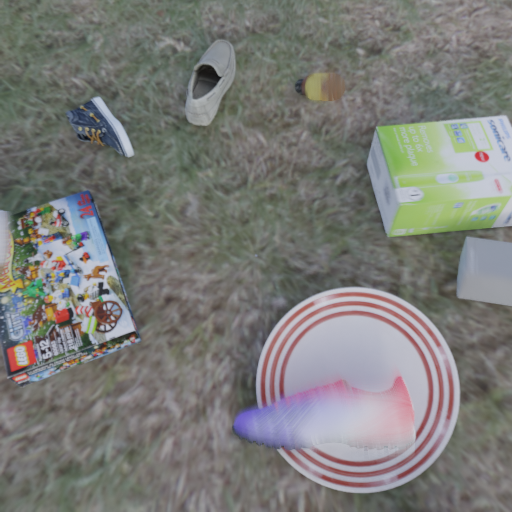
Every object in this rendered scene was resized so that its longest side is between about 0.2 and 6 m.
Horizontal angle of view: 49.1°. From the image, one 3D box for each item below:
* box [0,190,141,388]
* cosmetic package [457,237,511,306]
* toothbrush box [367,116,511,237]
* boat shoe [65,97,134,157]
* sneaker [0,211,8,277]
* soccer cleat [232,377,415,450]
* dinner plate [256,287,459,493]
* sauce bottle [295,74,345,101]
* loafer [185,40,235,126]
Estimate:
[{"bbox_3d":[-3.528,0.471,9.921,2.121,0.585,3.105,-20,63,-11],"label":"box"},{"bbox_3d":[4.403,0.319,9.617,1.740,0.785,0.929,9,48,10],"label":"cosmetic package"},{"bbox_3d":[3.660,-1.531,10.736,2.613,1.125,1.902,-4,59,-4],"label":"toothbrush box"},{"bbox_3d":[-3.249,-2.530,11.619,0.834,0.650,1.838,-30,58,-15],"label":"boat shoe"},{"bbox_3d":[-4.606,0.143,8.637,1.184,2.183,0.765,10,37,-31],"label":"sneaker"},{"bbox_3d":[0.949,2.291,8.244,2.652,0.905,0.971,-4,83,11],"label":"soccer cleat"},{"bbox_3d":[1.553,2.051,8.836,3.115,0.378,3.115,-3,73,10],"label":"dinner plate"},{"bbox_3d":[1.290,-3.547,11.750,0.551,0.551,1.668,-19,22,-11],"label":"sauce bottle"},{"bbox_3d":[-0.971,-3.933,12.251,0.839,0.837,2.399,9,61,5],"label":"loafer"}]
